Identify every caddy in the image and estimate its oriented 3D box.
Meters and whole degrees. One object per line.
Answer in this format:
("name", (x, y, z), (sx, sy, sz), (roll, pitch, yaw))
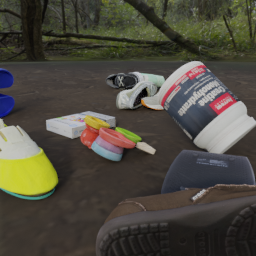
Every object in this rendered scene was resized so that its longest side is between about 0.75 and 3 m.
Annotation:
("caddy", (-4.573, -1.075, 8.520), (1.240, 1.670, 2.363), (8, 17, 13))

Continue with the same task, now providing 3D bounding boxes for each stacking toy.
("stacking toy", (-0.290, 0.372, 5.985), (1.362, 0.636, 1.505), (21, 8, -28))

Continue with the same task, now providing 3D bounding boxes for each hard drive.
("hard drive", (1.229, 0.809, 4.216), (1.225, 0.384, 1.816), (5, 16, 19))

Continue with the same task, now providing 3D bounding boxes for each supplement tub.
("supplement tub", (1.508, -0.361, 5.509), (1.184, 1.184, 1.687), (-18, 63, -48))

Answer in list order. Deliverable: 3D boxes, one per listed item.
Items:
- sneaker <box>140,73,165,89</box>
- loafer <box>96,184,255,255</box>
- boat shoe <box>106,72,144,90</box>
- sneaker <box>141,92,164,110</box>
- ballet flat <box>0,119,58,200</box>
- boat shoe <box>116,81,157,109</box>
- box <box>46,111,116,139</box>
("sneaker", (1.166, -2.452, 14.951), (1.320, 0.824, 2.238), (4, 12, -16))
("loafer", (0.918, 0.914, 2.922), (2.468, 0.901, 0.876), (0, 17, -3))
("boat shoe", (-0.244, -2.445, 14.584), (0.887, 0.938, 2.616), (-13, 20, -34))
("sneaker", (1.447, -1.252, 10.259), (2.206, 1.015, 0.835), (-9, 18, -27))
("ballet flat", (-2.133, 0.346, 4.900), (0.910, 0.913, 2.724), (-14, 21, -39))
("boat shoe", (0.492, -1.194, 10.494), (0.745, 0.856, 2.324), (18, 27, 31))
("box", (-1.265, -0.120, 7.626), (1.164, 0.307, 1.492), (14, 22, 41))
